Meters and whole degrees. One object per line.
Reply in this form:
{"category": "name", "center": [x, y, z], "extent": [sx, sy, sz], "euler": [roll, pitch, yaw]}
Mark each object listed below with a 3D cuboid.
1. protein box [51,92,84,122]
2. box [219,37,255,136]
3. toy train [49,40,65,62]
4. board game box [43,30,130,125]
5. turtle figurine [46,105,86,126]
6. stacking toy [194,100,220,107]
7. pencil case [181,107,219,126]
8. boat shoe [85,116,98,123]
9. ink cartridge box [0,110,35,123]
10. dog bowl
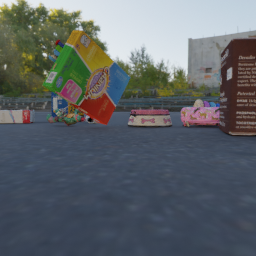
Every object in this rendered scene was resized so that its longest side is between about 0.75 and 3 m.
{"category": "protein box", "center": [-3.285, -1.144, 15.187], "extent": [1.561, 1.572, 1.061], "euler": [4, 6, 41]}
{"category": "box", "center": [3.886, -1.122, 8.166], "extent": [2.108, 2.567, 2.130], "euler": [1, 4, 11]}
{"category": "toy train", "center": [-2.390, -2.570, 9.818], "extent": [0.520, 0.710, 1.228], "euler": [39, -1, -8]}
{"category": "board game box", "center": [-1.302, -1.657, 9.839], "extent": [0.565, 2.145, 2.803], "euler": [17, -13, 42]}
{"category": "turtle figurine", "center": [-2.460, -0.520, 11.486], "extent": [1.716, 0.864, 1.285], "euler": [-2, 10, 34]}
{"category": "stacking toy", "center": [4.091, -0.530, 11.867], "extent": [2.557, 1.092, 1.092], "euler": [7, 4, 0]}
{"category": "pencil case", "center": [3.032, -0.422, 10.805], "extent": [1.915, 0.828, 0.793], "euler": [1, -17, 23]}
{"category": "boat shoe", "center": [-1.829, -0.409, 13.681], "extent": [0.402, 0.422, 1.173], "euler": [-2, 14, -39]}
{"category": "ink cartridge box", "center": [-5.445, -0.560, 13.673], "extent": [1.534, 0.635, 1.118], "euler": [-1, 4, -8]}
{"category": "dog bowl", "center": [0.894, -0.416, 11.498], "extent": [1.831, 0.675, 1.831], "euler": [0, 5, 0]}
